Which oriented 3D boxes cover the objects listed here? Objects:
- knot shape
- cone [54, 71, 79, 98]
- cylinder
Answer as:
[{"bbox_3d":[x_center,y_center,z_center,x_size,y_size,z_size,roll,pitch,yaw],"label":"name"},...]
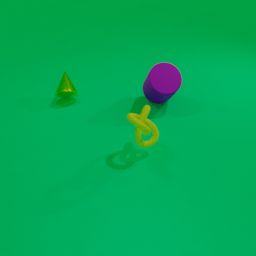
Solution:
[{"bbox_3d":[0.434,0.005,7.396,0.523,1.059,1.131,-15,13,24],"label":"knot shape"},{"bbox_3d":[-2.200,-1.608,9.912,0.865,0.869,0.865,-6,-7,-1],"label":"cone"},{"bbox_3d":[1.127,-1.486,9.468,1.110,1.110,1.110,1,79,-8],"label":"cylinder"}]
